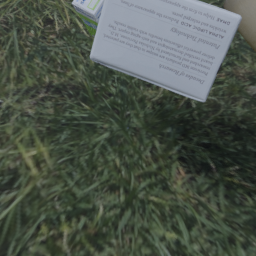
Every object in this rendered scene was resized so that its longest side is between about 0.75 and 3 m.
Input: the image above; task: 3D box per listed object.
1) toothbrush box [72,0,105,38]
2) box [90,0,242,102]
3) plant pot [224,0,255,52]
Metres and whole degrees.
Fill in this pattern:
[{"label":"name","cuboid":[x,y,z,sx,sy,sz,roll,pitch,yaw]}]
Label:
[{"label":"toothbrush box","cuboid":[-0.536,-2.764,6.473,0.630,1.463,1.065,32,87,14]},{"label":"box","cuboid":[0.778,-1.766,5.636,2.271,1.485,2.260,22,21,7]},{"label":"plant pot","cuboid":[3.351,-2.583,6.806,1.533,1.533,1.636,-15,82,-13]}]
